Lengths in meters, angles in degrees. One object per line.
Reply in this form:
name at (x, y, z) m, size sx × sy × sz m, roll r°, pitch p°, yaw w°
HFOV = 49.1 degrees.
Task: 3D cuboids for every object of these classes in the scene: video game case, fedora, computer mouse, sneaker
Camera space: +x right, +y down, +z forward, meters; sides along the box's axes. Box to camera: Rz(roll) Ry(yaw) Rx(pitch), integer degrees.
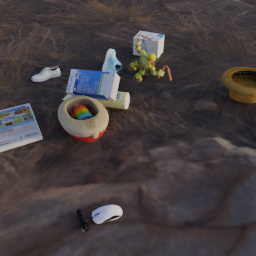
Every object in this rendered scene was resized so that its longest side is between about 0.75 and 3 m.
video game case at (-4.361, -0.083, 10.751) m, size 1.644 × 0.207 × 2.296 m, roll -18°, pitch 44°, yaw -19°
fedora at (5.183, -1.748, 12.091) m, size 2.443 × 0.996 × 2.443 m, roll 1°, pitch 39°, yaw -1°
computer mouse at (-0.769, 2.395, 7.792) m, size 1.254 × 0.275 × 0.688 m, roll -14°, pitch 41°, yaw -16°
sneaker at (-3.974, -2.650, 13.521) m, size 1.430 × 0.506 × 0.522 m, roll -24°, pitch 46°, yaw -26°
sneaker at (-0.714, -3.173, 14.005) m, size 0.875 × 0.790 × 2.137 m, roll 7°, pitch 51°, yaw 3°
sneaker at (0.867, -3.139, 14.024) m, size 0.964 × 0.643 × 1.683 m, roll 18°, pitch 41°, yaw 23°

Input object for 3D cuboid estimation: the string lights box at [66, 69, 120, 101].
string lights box at (-1.410, -1.738, 11.239) m, size 1.981 × 0.584 × 1.018 m, roll 9°, pitch 83°, yaw 19°

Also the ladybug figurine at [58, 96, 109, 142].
ladybug figurine at (-1.638, -0.301, 10.375) m, size 1.751 × 0.928 × 2.579 m, roll -15°, pitch 39°, yaw -17°

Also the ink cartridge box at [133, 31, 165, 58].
ink cartridge box at (1.126, -4.557, 15.341) m, size 1.438 × 1.040 × 1.058 m, roll 16°, pitch 43°, yaw 18°

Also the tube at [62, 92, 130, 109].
tube at (-1.315, -1.292, 11.885) m, size 2.753 × 0.799 × 0.715 m, roll 8°, pitch 85°, yaw 14°

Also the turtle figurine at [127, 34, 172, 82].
turtle figurine at (0.766, -2.717, 12.321) m, size 0.760 × 1.903 × 2.359 m, roll -40°, pitch 95°, yaw -31°
